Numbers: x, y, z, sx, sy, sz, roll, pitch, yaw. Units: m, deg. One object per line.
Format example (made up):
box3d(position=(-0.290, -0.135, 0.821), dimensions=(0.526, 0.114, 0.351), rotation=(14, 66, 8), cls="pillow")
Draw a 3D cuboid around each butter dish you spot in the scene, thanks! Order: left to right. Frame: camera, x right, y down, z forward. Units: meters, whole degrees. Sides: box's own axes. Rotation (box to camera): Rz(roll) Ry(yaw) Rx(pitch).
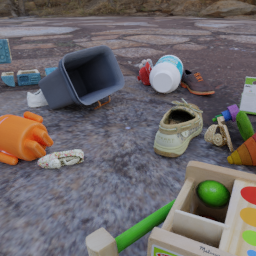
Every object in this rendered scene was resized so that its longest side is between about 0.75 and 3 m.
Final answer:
box3d(position=(0.761, -2.311, 12.459), dimensions=(0.732, 0.987, 0.990), rotation=(-19, 25, 19), cls="butter dish")

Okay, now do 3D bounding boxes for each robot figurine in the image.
box3d(position=(-2.729, 0.231, 6.994), dimensions=(1.722, 1.239, 1.004), rotation=(14, 8, 26), cls="robot figurine")

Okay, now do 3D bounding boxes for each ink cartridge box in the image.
box3d(position=(4.288, -1.087, 9.356), dimensions=(0.897, 1.214, 0.460), rotation=(10, 20, 19), cls="ink cartridge box")

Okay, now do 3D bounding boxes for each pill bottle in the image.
box3d(position=(1.601, -2.213, 11.662), dimensions=(1.246, 1.246, 2.250), rotation=(6, 27, 12), cls="pill bottle")

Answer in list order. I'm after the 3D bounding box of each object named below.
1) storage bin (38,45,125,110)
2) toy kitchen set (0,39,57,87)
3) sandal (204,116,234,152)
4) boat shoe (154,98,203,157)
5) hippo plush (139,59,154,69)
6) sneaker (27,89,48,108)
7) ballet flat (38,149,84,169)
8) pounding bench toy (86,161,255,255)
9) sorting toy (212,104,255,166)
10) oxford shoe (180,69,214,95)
box3d(position=(-1.661, -1.564, 10.028), dimensions=(1.823, 1.975, 2.714), rotation=(-16, 13, 38), cls="storage bin")
box3d(position=(-4.236, -2.836, 12.077), dimensions=(2.487, 1.992, 1.465), rotation=(-9, 27, -18), cls="toy kitchen set")
box3d(position=(2.409, 0.209, 7.634), dimensions=(0.635, 0.708, 1.930), rotation=(-15, 15, 18), cls="sandal")
box3d(position=(1.542, -0.202, 7.966), dimensions=(1.057, 0.904, 2.884), rotation=(10, 28, 19), cls="boat shoe")
box3d(position=(0.972, -3.171, 14.169), dimensions=(0.950, 0.757, 0.764), rotation=(-4, 27, -7), cls="hippo plush")
box3d(position=(-2.947, -1.195, 10.278), dimensions=(1.465, 0.648, 0.551), rotation=(-16, 29, -30), cls="sneaker")
box3d(position=(-1.554, 0.757, 6.632), dimensions=(1.100, 0.416, 0.352), rotation=(-14, 38, -22), cls="ballet flat")
box3d(position=(0.886, 1.482, 3.875), dimensions=(2.428, 1.508, 1.894), rotation=(12, 29, 23), cls="pounding bench toy")
box3d(position=(2.867, 0.202, 7.530), dimensions=(0.948, 0.955, 2.753), rotation=(-21, 26, 12), cls="sorting toy")
box3d(position=(2.830, -1.901, 11.606), dimensions=(0.722, 0.736, 2.029), rotation=(-12, 29, -22), cls="oxford shoe")
